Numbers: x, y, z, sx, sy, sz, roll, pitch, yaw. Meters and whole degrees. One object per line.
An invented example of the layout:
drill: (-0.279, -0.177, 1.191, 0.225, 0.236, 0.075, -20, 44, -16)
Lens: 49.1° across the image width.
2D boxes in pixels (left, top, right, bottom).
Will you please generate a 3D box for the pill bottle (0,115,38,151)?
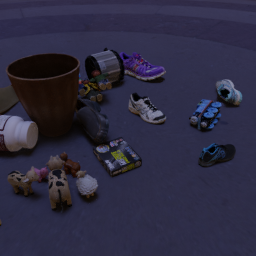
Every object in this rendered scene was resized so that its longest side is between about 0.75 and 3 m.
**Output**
pill bottle: (-4.118, 0.162, 9.189, 2.067, 1.168, 1.168, 5, 34, 6)

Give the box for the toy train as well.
toy train: (2.966, -0.518, 10.696, 0.908, 0.689, 1.590, 12, 37, 33)

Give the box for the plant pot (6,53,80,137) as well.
plant pot: (-2.735, -1.024, 9.769, 2.317, 2.479, 2.317, 0, 34, 0)

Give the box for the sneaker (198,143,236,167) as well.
sneaker: (2.878, 0.754, 8.827, 1.439, 0.590, 0.527, -18, 37, -26)

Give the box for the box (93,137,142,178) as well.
box: (-0.354, 0.885, 8.884, 1.086, 0.300, 1.356, -17, 37, -24)

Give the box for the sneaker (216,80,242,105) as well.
sneaker: (4.225, -1.670, 12.193, 0.766, 0.688, 1.774, 8, 30, -20)

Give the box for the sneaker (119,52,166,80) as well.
sneaker: (0.584, -3.194, 14.200, 2.780, 1.160, 1.121, 20, 39, 26)

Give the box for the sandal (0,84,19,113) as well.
sandal: (-5.382, -1.202, 11.723, 0.977, 1.089, 2.970, -18, 15, 32)

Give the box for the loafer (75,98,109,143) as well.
loafer: (-1.393, -0.306, 9.851, 0.955, 0.961, 2.641, 22, 14, -29)

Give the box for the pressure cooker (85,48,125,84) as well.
pressure cooker: (-0.992, -2.864, 13.372, 1.750, 1.539, 1.563, -23, 43, -25)

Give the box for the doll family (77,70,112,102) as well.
doll family: (-2.053, -1.609, 11.958, 2.797, 1.097, 1.617, -17, 42, -19)

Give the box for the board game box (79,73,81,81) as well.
board game box: (-3.425, -2.511, 13.639, 2.129, 0.515, 2.815, -5, 32, -12)

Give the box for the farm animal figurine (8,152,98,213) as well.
farm animal figurine: (-2.076, 1.335, 7.550, 1.989, 1.037, 1.968, -21, 39, -28)

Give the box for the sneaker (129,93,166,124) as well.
sneaker: (0.708, -0.808, 10.976, 1.819, 0.797, 0.688, 28, 41, 33)
